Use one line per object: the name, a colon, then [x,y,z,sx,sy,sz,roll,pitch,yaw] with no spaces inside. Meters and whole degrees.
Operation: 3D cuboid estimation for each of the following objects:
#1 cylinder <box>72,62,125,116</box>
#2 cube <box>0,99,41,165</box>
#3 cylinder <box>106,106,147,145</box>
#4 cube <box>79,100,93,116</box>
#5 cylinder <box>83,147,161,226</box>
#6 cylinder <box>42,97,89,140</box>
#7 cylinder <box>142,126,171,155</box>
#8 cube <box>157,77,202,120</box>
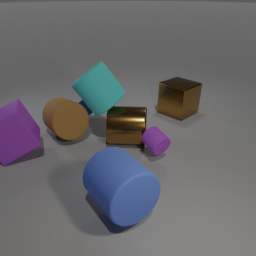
cylinder: [-1.047,-1.403,10.041,1.400,1.400,1.400,-35,17,12]
cube: [-3.935,0.106,9.446,1.400,1.400,1.400,-29,30,-3]
cylinder: [-0.026,-0.094,10.299,1.400,1.400,1.400,2,28,4]
cube: [-2.034,-0.676,11.889,0.700,0.700,0.700,-32,10,34]
cylinder: [-0.176,1.362,6.747,1.400,1.400,1.400,-17,31,-29]
cylinder: [-2.372,-0.384,10.599,1.400,1.400,1.400,-16,21,-27]
cylinder: [0.928,0.414,9.288,0.700,0.700,0.700,-17,45,-29]
cube: [2.315,-1.383,12.683,1.400,1.400,1.400,25,35,37]
